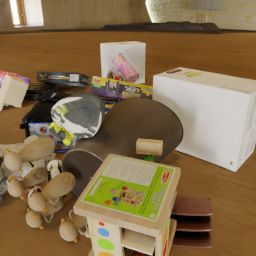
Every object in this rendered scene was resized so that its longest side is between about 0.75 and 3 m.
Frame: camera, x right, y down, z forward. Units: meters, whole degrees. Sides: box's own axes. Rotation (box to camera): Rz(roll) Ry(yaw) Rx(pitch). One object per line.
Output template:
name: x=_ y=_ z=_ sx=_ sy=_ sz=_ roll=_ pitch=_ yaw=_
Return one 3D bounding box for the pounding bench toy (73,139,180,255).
pounding bench toy: x=0.221 y=1.399 z=5.144 sx=1.328 sy=1.668 sz=2.138 roll=9 pitch=35 yaw=19

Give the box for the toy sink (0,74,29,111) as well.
toy sink: x=-5.143 y=-1.466 z=12.429 sx=0.851 sy=1.520 sz=0.991 roll=19 pitch=9 yaw=-40

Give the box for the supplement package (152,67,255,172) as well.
supplement package: x=2.356 y=-0.433 z=8.626 sx=2.934 sy=2.285 sz=1.627 roll=19 pitch=31 yaw=35

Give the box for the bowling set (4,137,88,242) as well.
bowling set: x=-1.906 y=1.506 z=5.921 sx=1.583 sy=2.274 sz=1.221 roll=-36 pitch=-2 yaw=30

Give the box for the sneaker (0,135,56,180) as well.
sneaker: x=-3.264 y=0.783 z=7.718 sx=2.484 sy=0.933 sz=1.427 roll=13 pitch=25 yaw=18

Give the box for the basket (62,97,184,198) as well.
basket: x=-0.226 y=0.555 z=7.168 sx=2.479 sy=1.870 sz=2.749 roll=6 pitch=28 yaw=30

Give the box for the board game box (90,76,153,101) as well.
board game box: x=-0.158 y=-1.421 z=11.178 sx=2.504 sy=0.710 sz=2.070 roll=10 pitch=5 yaw=-3

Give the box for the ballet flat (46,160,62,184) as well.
ballet flat: x=-1.847 y=1.162 z=7.249 sx=0.567 sy=0.560 sz=1.665 roll=-7 pitch=25 yaw=-15

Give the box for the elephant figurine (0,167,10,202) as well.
elephant figurine: x=-3.807 y=0.914 z=6.463 sx=2.135 sy=1.510 sz=1.656 roll=39 pitch=26 yaw=28

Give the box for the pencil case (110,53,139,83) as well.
pencil case: x=-0.146 y=-2.670 z=12.473 sx=0.665 sy=0.665 sz=1.521 roll=-22 pitch=66 yaw=-39

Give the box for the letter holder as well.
letter holder: x=1.073 y=1.879 z=5.648 sx=1.202 sy=0.605 sz=0.854 roll=3 pitch=26 yaw=6

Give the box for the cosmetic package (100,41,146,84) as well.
cosmetic package: x=-0.278 y=-3.600 z=15.642 sx=2.205 sy=2.212 sz=1.360 roll=-9 pitch=24 yaw=-21

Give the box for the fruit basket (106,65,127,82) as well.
fruit basket: x=-0.528 y=-1.981 z=12.689 sx=1.231 sy=1.329 sz=0.623 roll=26 pitch=-5 yaw=-39

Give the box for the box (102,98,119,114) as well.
box: x=-0.350 y=-0.535 z=10.652 sx=2.532 sy=0.814 sz=0.887 roll=9 pitch=26 yaw=21

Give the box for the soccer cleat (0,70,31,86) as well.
soccer cleat: x=-6.668 y=-2.691 z=15.108 sx=2.662 sy=1.018 sz=0.888 roll=-1 pitch=25 yaw=-1

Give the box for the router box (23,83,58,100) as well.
router box: x=-4.663 y=-1.819 z=13.807 sx=1.951 sy=0.498 sz=1.455 roll=4 pitch=23 yaw=7

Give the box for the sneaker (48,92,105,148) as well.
sneaker: x=-1.154 y=-0.400 z=6.595 sx=1.161 sy=1.022 sz=2.744 roll=-58 pitch=15 yaw=-26

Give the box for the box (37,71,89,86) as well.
box: x=-3.352 y=-2.573 z=14.750 sx=2.276 sy=0.581 sz=1.795 roll=4 pitch=4 yaw=8

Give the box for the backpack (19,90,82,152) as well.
backpack: x=-2.100 y=-0.142 z=8.903 sx=1.972 sy=1.595 sz=2.070 roll=-4 pitch=33 yaw=5
